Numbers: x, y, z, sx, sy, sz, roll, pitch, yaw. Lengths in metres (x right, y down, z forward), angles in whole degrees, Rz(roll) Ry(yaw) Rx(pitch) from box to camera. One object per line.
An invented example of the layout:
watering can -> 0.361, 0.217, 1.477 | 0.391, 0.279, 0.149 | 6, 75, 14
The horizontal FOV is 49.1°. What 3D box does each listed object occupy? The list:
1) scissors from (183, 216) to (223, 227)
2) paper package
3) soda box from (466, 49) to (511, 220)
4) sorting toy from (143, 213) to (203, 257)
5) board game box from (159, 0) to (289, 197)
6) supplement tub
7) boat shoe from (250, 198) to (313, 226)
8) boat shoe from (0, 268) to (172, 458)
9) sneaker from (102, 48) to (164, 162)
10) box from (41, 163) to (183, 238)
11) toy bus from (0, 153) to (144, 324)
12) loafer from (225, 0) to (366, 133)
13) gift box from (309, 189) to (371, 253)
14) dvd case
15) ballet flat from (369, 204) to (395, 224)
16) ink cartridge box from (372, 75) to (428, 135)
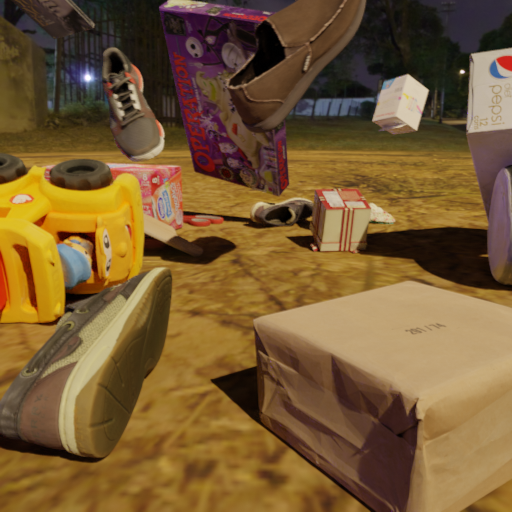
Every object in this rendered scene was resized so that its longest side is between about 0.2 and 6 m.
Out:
scissors -> -1.981, -0.929, 14.156 | 2.412, 0.168, 0.882 | 6, 17, 30
paper package -> 1.201, 0.960, 4.403 | 1.910, 0.988, 1.821 | -10, 17, -33
soda box -> 4.740, -1.681, 9.795 | 1.521, 1.421, 4.465 | 0, -19, 28
sorting toy -> -2.044, -0.518, 10.794 | 1.698, 0.335, 1.834 | 26, 3, -29
board game box -> -0.574, -3.275, 12.103 | 2.461, 4.100, 0.662 | 22, 53, 27
supplement tub -> 5.126, -0.399, 8.213 | 3.029, 1.856, 1.856 | 4, 14, 14
boat shoe -> 0.737, -0.998, 13.444 | 1.825, 0.656, 0.591 | -4, 26, -33
boat shoe -> -1.421, 0.757, 5.207 | 0.935, 1.017, 2.846 | 5, 18, 1
sneaker -> -1.897, -2.193, 8.028 | 0.721, 1.872, 0.767 | -23, -23, -1
box -> -3.310, -1.351, 12.943 | 2.977, 1.484, 1.421 | 6, 15, 21
toy bus -> -2.999, -0.005, 7.069 | 2.832, 1.922, 2.719 | 2, 26, -4
loafer -> 0.511, -2.797, 7.244 | 0.914, 2.504, 0.889 | 30, -4, 45
gift box -> 1.596, -0.610, 10.914 | 1.051, 1.063, 1.139 | 0, 33, -5
dvd case -> -3.208, -3.809, 8.441 | 0.939, 0.101, 1.263 | 1, -23, 32
ballet flat -> 2.695, -1.085, 13.997 | 1.533, 0.490, 0.580 | 7, 16, 24
ink cartridge box -> 2.693, -2.767, 10.545 | 0.612, 0.978, 0.629 | 22, -8, -31
